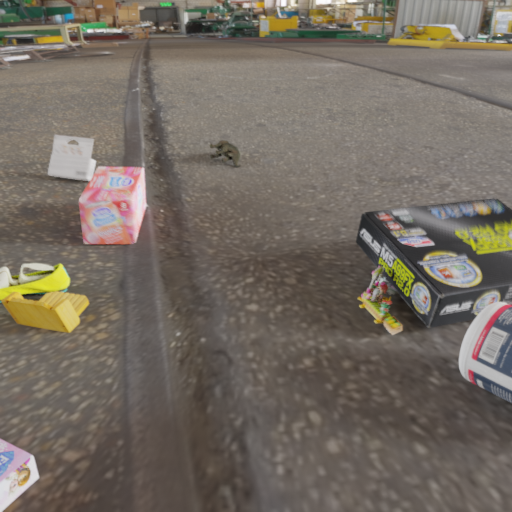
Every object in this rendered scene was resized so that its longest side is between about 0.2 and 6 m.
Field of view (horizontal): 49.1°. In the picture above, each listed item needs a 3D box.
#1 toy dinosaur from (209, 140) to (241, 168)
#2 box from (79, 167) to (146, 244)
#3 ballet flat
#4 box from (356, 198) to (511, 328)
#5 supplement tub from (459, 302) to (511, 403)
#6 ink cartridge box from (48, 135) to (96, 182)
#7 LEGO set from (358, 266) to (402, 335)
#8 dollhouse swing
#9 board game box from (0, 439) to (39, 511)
[{"bbox_3d":[-0.865,-3.155,16.901,0.856,0.644,1.673,-26,34,-29],"label":"toy dinosaur"},{"bbox_3d":[-3.151,-1.177,12.578,1.130,1.043,2.203,1,27,-4],"label":"box"},{"bbox_3d":[-4.249,0.449,9.970,1.742,0.584,0.582,-8,28,-15],"label":"ballet flat"},{"bbox_3d":[3.820,-0.015,10.168,3.195,0.707,2.559,-7,37,-18],"label":"box"},{"bbox_3d":[3.716,1.444,7.358,1.214,1.214,1.730,-23,34,-37],"label":"supplement tub"},{"bbox_3d":[-5.057,-2.698,15.486,1.293,1.139,0.289,9,-2,17],"label":"ink cartridge box"},{"bbox_3d":[2.135,0.651,9.404,0.709,0.574,1.541,17,26,2],"label":"LEGO set"},{"bbox_3d":[-3.400,0.721,9.253,0.985,0.895,0.866,7,49,15],"label":"dollhouse swing"},{"bbox_3d":[-3.784,2.580,6.045,1.917,0.395,1.922,13,30,24],"label":"board game box"}]
